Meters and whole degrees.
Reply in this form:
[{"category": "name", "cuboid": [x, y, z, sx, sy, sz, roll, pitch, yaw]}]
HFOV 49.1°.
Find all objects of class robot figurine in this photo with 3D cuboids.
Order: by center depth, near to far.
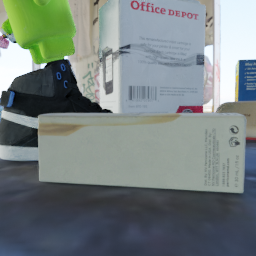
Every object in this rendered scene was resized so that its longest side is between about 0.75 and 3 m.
[{"category": "robot figurine", "cuboid": [-1.874, -2.500, 5.861, 1.273, 2.200, 1.930, -23, 12, -38]}]

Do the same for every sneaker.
[{"category": "sneaker", "cuboid": [-0.432, -0.218, 3.190, 2.006, 1.122, 0.733, -1, 4, -11]}]

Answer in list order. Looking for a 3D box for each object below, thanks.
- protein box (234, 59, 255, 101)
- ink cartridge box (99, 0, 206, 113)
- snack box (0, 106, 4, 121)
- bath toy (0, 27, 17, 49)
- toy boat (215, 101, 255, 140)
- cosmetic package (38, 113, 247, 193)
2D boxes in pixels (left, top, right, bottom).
[{"category": "protein box", "cuboid": [4.245, -1.003, 8.379, 1.958, 1.972, 1.330, 1, 4, 17]}, {"category": "ink cartridge box", "cuboid": [0.488, -1.195, 5.819, 1.965, 2.706, 1.128, -2, 4, -25]}, {"category": "snack box", "cuboid": [-4.438, -0.592, 10.421, 1.014, 0.407, 1.202, 38, 13, 8]}, {"category": "bath toy", "cuboid": [-3.751, -2.588, 8.366, 1.520, 0.562, 0.661, -26, -41, 17]}, {"category": "toy boat", "cuboid": [2.236, -0.061, 5.308, 1.135, 0.741, 0.742, 2, -25, 27]}, {"category": "cosmetic package", "cuboid": [0.114, 0.140, 2.318, 1.498, 0.532, 0.788, 1, 4, 11]}]
